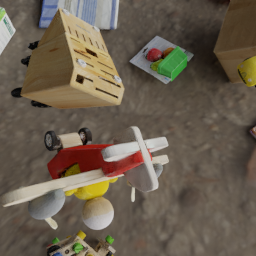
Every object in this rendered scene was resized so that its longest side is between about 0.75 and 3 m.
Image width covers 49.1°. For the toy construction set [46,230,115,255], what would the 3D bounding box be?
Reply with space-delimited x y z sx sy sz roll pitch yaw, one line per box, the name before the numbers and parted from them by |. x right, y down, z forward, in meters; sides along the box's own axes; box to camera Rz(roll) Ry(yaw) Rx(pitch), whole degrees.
toy construction set | -0.989 2.900 6.533 1.373 1.787 1.490 -40 82 -20

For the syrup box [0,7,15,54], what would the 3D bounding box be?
syrup box | -4.917 -2.594 9.004 1.129 1.091 2.772 18 69 7

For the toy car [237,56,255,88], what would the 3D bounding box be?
toy car | 3.289 -1.197 5.233 2.073 0.491 2.203 37 65 0

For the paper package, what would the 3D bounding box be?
paper package | 4.405 -2.870 8.135 2.949 1.526 2.811 2 60 44

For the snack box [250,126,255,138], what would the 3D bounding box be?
snack box | 4.374 -0.107 8.503 1.373 0.167 0.493 -33 72 -12

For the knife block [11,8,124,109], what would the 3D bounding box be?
knife block | -1.440 -0.797 5.426 0.916 2.514 2.864 18 36 -37

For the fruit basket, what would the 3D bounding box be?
fruit basket | 1.095 -2.249 9.198 1.565 0.734 1.450 34 71 29

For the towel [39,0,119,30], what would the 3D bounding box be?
towel | -1.705 -4.427 10.175 2.811 0.335 2.065 1 70 2

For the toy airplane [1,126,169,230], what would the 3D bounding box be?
toy airplane | -0.479 0.959 5.259 2.760 2.748 1.948 -4 91 1
